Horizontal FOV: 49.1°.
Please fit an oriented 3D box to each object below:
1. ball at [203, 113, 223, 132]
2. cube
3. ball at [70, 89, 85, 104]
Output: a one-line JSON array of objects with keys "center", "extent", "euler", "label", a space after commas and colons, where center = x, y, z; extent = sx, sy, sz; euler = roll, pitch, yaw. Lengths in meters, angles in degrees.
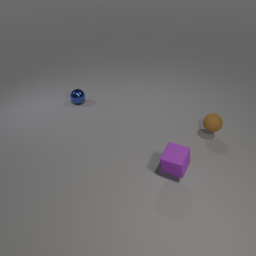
[{"center": [3.160, -0.198, 10.434], "extent": [0.700, 0.700, 0.700], "euler": [0, 33, 0], "label": "ball"}, {"center": [1.446, 0.972, 8.521], "extent": [0.700, 0.700, 0.700], "euler": [15, 53, 26], "label": "cube"}, {"center": [-2.361, -1.486, 13.163], "extent": [0.700, 0.700, 0.700], "euler": [0, 33, 0], "label": "ball"}]
